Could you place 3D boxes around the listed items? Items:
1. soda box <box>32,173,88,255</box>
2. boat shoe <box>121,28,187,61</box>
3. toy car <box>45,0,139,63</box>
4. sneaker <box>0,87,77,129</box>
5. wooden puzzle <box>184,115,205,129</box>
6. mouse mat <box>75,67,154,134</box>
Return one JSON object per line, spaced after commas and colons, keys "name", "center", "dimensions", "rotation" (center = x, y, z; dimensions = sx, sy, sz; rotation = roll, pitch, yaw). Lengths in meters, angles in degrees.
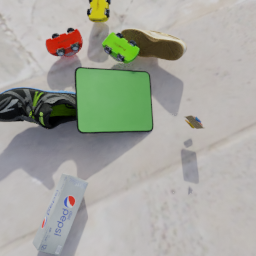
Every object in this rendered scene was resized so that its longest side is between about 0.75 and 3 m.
{"name": "soda box", "center": [-1.713, 2.155, 7.148], "dimensions": [0.604, 0.649, 1.903], "rotation": [28, 73, -25]}
{"name": "boat shoe", "center": [0.773, -2.553, 8.539], "dimensions": [2.145, 0.791, 0.742], "rotation": [24, 33, 22]}
{"name": "toy car", "center": [-0.778, -2.690, 8.534], "dimensions": [2.553, 0.605, 2.713], "rotation": [36, 80, 13]}
{"name": "sneaker", "center": [-2.419, -0.526, 7.570], "dimensions": [2.611, 0.926, 1.082], "rotation": [-2, 29, -11]}
{"name": "wooden puzzle", "center": [1.798, -0.168, 7.573], "dimensions": [0.587, 0.870, 0.102], "rotation": [42, 83, -13]}
{"name": "mouse mat", "center": [-0.344, -0.768, 7.848], "dimensions": [2.272, 0.086, 1.828], "rotation": [-1, 84, -21]}
